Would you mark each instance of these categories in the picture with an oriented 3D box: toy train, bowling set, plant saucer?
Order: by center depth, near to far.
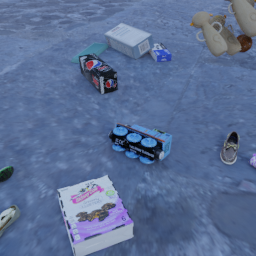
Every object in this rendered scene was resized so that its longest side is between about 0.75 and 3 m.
[{"bbox_3d":[2.369,-2.353,6.202,2.258,1.572,1.212,-29,82,-1],"label":"bowling set"},{"bbox_3d":[0.320,0.363,7.634,1.718,0.745,0.981,21,31,30],"label":"toy train"},{"bbox_3d":[-1.845,-3.758,13.896,0.897,0.243,2.565,12,36,15],"label":"plant saucer"}]

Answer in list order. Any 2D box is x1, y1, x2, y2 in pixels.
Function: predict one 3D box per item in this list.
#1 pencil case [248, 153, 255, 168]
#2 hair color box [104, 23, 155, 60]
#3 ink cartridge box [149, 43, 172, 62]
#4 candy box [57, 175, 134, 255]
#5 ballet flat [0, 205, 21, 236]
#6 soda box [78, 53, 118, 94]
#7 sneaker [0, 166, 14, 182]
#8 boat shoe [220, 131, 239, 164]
[{"bbox_3d":[3.479,0.969,7.047,0.343,0.349,0.816,-25,43,-26],"label":"pencil case"},{"bbox_3d":[0.025,-4.393,14.044,1.233,0.755,2.490,-37,47,-16],"label":"hair color box"},{"bbox_3d":[1.529,-3.702,13.695,0.748,0.352,1.591,-7,36,-8],"label":"ink cartridge box"},{"bbox_3d":[-0.713,1.750,5.787,1.194,0.509,1.424,-14,37,-19],"label":"candy box"},{"bbox_3d":[-2.622,1.965,5.641,0.353,0.333,1.047,16,38,21],"label":"ballet flat"},{"bbox_3d":[-1.222,-2.224,11.177,0.727,0.812,2.294,-19,39,-21],"label":"soda box"},{"bbox_3d":[-3.214,1.143,6.809,0.867,0.338,0.369,-27,43,-32],"label":"sneaker"},{"bbox_3d":[2.820,0.521,7.676,0.427,0.354,1.189,15,38,20],"label":"boat shoe"}]
